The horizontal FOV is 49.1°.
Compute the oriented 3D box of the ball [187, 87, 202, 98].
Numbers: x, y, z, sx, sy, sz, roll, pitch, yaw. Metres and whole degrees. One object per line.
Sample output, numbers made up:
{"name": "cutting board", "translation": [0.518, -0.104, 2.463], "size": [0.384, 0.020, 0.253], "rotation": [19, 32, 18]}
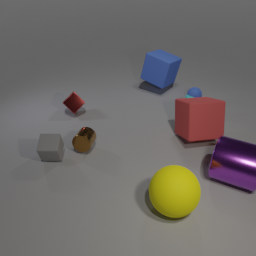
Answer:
{"name": "ball", "translation": [3.185, -1.603, 13.417], "size": [0.700, 0.700, 0.700], "rotation": [0, 32, 0]}

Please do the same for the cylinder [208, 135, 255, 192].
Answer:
{"name": "cylinder", "translation": [3.385, 1.075, 8.683], "size": [1.400, 1.400, 1.400], "rotation": [16, 35, 24]}

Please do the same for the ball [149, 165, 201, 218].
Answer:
{"name": "ball", "translation": [1.268, 1.720, 7.654], "size": [1.400, 1.400, 1.400], "rotation": [0, 32, 0]}

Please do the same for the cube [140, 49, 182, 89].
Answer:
{"name": "cube", "translation": [1.701, -3.078, 14.459], "size": [1.400, 1.400, 1.400], "rotation": [30, 36, 23]}

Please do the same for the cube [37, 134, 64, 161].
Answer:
{"name": "cube", "translation": [-2.657, 0.667, 9.644], "size": [0.700, 0.700, 0.700], "rotation": [0, 55, -1]}

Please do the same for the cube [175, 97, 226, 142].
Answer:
{"name": "cube", "translation": [2.683, -0.380, 10.633], "size": [1.400, 1.400, 1.400], "rotation": [-5, 13, -12]}

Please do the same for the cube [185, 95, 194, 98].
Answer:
{"name": "cube", "translation": [2.764, -0.920, 12.369], "size": [0.700, 0.700, 0.700], "rotation": [20, 35, -7]}

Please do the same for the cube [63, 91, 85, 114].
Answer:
{"name": "cube", "translation": [-2.402, -1.141, 12.442], "size": [0.700, 0.700, 0.700], "rotation": [-46, 14, -1]}

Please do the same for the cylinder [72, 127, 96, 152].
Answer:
{"name": "cylinder", "translation": [-1.582, 0.413, 10.187], "size": [0.700, 0.700, 0.700], "rotation": [7, 28, 11]}
